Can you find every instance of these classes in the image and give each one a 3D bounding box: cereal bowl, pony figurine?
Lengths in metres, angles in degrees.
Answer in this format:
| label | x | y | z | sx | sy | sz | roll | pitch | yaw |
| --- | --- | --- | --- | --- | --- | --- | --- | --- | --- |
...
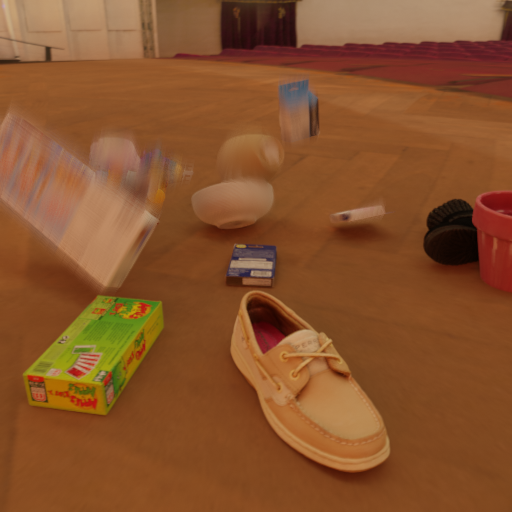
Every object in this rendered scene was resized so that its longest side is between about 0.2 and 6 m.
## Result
| label | x | y | z | sx | sy | sz | roll | pitch | yaw |
| --- | --- | --- | --- | --- | --- | --- | --- | --- | --- |
| cereal bowl | -0.451 | -0.989 | 11.589 | 1.691 | 0.704 | 1.691 | -10 | -9 | -1 |
| pony figurine | -2.224 | -1.318 | 10.068 | 1.906 | 1.644 | 1.974 | -5 | 15 | 8 |

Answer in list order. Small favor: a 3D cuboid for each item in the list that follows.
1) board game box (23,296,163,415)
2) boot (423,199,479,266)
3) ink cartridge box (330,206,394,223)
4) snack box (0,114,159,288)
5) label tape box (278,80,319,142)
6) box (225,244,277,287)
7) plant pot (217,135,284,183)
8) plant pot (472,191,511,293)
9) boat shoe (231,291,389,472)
| label | x | y | z | sx | sy | sz | roll | pitch | yaw |
| --- | --- | --- | --- | --- | --- | --- | --- | --- | --- |
| board game box | -2.054 | 1.230 | 7.440 | 1.010 | 0.473 | 1.988 | 5 | 25 | 10 |
| boot | 3.721 | -0.509 | 10.790 | 2.064 | 0.777 | 1.543 | 0 | 29 | -26 |
| ink cartridge box | 2.176 | -0.876 | 11.576 | 1.009 | 0.218 | 0.990 | -13 | 4 | -16 |
| snack box | -3.153 | -0.957 | 9.049 | 3.468 | 1.247 | 0.422 | 36 | 9 | 22 |
| label tape box | 0.838 | -2.831 | 10.943 | 0.754 | 1.052 | 0.348 | -21 | 31 | -29 |
| box | -0.059 | 0.154 | 10.071 | 0.828 | 0.221 | 1.366 | 2 | 26 | 4 |
| plant pot | 0.003 | -1.985 | 11.438 | 1.224 | 1.224 | 1.307 | -13 | 2 | -26 |
| plant pot | 4.425 | -0.212 | 9.454 | 1.569 | 1.405 | 1.569 | -1 | 24 | 0 |
| boat shoe | 0.481 | 1.311 | 6.633 | 1.059 | 0.994 | 2.874 | -14 | 28 | -27 |
